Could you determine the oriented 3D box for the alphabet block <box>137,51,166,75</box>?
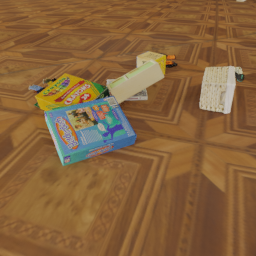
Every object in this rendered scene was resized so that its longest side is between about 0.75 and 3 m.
[{"bbox_3d":[1.056,-2.847,12.725,0.980,0.958,0.963,23,41,33],"label":"alphabet block"}]

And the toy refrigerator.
[{"bbox_3d":[0.241,-1.717,10.163,1.951,0.682,0.740,-30,27,1],"label":"toy refrigerator"}]

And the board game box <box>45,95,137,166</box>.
[{"bbox_3d":[-1.105,0.002,8.219,2.215,0.498,1.684,-15,58,-23],"label":"board game box"}]

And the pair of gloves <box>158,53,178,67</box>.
[{"bbox_3d":[1.631,-3.540,14.447,1.741,0.242,1.954,2,32,3],"label":"pair of gloves"}]

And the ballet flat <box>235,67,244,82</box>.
[{"bbox_3d":[5.013,-2.518,12.696,0.412,0.415,1.213,-2,33,-2],"label":"ballet flat"}]

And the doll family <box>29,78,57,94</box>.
[{"bbox_3d":[-3.145,-1.605,11.171,0.928,0.630,1.605,23,44,25],"label":"doll family"}]

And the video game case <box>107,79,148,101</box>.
[{"bbox_3d":[-0.078,-1.595,11.464,1.607,0.203,1.763,-2,33,-2],"label":"video game case"}]

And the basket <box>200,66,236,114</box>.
[{"bbox_3d":[3.306,-1.476,10.371,1.100,1.209,1.783,7,34,15],"label":"basket"}]

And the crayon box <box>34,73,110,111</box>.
[{"bbox_3d":[-2.102,-1.106,9.978,2.534,0.644,1.609,21,53,29],"label":"crayon box"}]
